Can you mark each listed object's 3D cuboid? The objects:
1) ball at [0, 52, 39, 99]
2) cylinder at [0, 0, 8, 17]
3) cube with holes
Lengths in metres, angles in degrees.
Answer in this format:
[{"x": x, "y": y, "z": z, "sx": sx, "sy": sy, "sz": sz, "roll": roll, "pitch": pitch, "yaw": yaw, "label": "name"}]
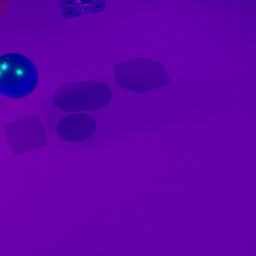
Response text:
[{"x": -2.503, "y": -1.153, "z": 6.189, "sx": 1.001, "sy": 1.001, "sz": 1.001, "roll": 0, "pitch": 55, "yaw": 0, "label": "ball"}, {"x": -3.218, "y": -2.933, "z": 5.639, "sx": 1.209, "sy": 1.209, "sz": 1.209, "roll": 0, "pitch": 53, "yaw": 0, "label": "cylinder"}, {"x": -1.189, "y": -3.443, "z": 6.544, "sx": 1.088, "sy": 1.088, "sz": 1.088, "roll": -19, "pitch": 78, "yaw": -15, "label": "cube with holes"}]
